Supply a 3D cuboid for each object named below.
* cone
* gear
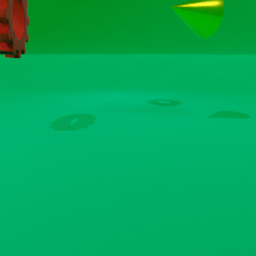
[{"bbox_3d":[1.509,-2.819,6.800,1.121,1.117,1.117,2,14,-25],"label":"cone"},{"bbox_3d":[-2.612,-2.490,6.288,0.326,1.762,1.762,3,16,-5],"label":"gear"}]
